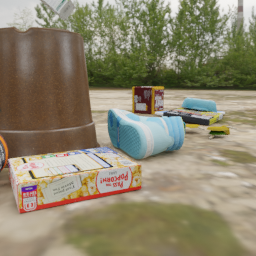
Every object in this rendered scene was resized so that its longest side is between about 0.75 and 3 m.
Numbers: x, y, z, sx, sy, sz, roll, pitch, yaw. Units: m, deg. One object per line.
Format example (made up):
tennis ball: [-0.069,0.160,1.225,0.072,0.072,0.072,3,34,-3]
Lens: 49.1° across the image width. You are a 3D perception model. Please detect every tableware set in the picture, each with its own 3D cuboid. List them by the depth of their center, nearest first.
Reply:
tableware set: [1.861,0.082,7.397,1.739,0.267,1.171,-1,7,-1]

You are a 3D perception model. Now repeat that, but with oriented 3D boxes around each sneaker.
sneaker: [0.404,0.045,5.891,1.341,0.817,2.054,-6,20,-22]

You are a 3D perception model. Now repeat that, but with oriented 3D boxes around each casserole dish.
casserole dish: [2.831,-0.943,11.182,1.340,0.429,2.213,9,7,9]

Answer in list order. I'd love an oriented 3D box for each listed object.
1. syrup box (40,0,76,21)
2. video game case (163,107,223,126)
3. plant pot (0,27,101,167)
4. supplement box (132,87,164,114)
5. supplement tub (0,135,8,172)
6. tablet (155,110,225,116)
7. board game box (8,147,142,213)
syrup box: [-2.465,-4.195,8.935,1.506,0.593,0.613,41,3,6]
video game case: [2.321,-0.442,9.934,1.670,0.213,1.509,12,17,32]
plant pot: [-1.738,-0.656,5.501,2.323,2.300,2.323,-1,10,0]
supplement box: [0.891,-1.254,12.508,1.194,1.178,0.793,7,12,37]
supplement tub: [-2.051,0.408,3.593,0.808,0.808,1.511,-1,10,-7]
tablet: [2.588,-0.600,11.624,2.563,0.175,1.668,-7,13,-34]
board game box: [-0.749,0.603,3.771,1.515,0.351,1.148,-5,10,-26]
